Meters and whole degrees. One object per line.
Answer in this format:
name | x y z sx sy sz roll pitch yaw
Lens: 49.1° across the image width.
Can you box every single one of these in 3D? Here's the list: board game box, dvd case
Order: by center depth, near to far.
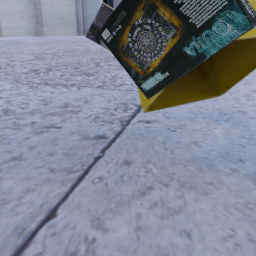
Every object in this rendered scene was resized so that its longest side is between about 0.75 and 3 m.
board game box | 0.568 -1.516 4.264 0.319 1.531 2.264 -42 7 -37
dvd case | -0.437 -3.432 10.166 1.824 1.356 0.146 25 30 -19

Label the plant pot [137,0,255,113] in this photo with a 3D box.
plant pot | 1.440 -2.044 6.130 2.502 2.206 2.501 -13 -18 -26
